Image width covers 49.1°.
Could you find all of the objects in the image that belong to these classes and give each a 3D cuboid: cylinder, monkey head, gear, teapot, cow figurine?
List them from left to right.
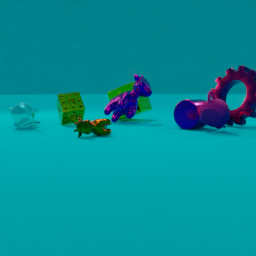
[{"bbox_3d":[-3.184,-0.377,8.827,1.273,0.767,0.916,3,5,30],"label":"monkey head"},{"bbox_3d":[-0.914,-0.026,7.361,0.953,0.531,0.968,0,0,-3],"label":"cow figurine"},{"bbox_3d":[0.043,-1.105,10.276,1.719,0.943,1.691,-15,40,43],"label":"cow figurine"},{"bbox_3d":[2.056,-0.441,8.798,0.911,0.911,0.911,-7,10,-44],"label":"cylinder"},{"bbox_3d":[2.506,-0.431,7.969,0.855,1.375,0.673,0,36,43],"label":"teapot"},{"bbox_3d":[3.575,-1.052,9.280,0.359,1.941,1.941,11,0,-33],"label":"gear"}]

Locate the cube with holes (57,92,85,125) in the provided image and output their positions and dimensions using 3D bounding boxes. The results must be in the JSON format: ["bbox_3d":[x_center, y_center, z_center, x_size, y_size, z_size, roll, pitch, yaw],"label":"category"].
[{"bbox_3d":[-1.984,-0.679,9.673,0.763,0.763,0.763,-10,-31,-22],"label":"cube with holes"}]

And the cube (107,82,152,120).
[{"bbox_3d":[0.085,-1.080,11.317,1.198,1.198,1.198,-19,-2,26],"label":"cube"}]
